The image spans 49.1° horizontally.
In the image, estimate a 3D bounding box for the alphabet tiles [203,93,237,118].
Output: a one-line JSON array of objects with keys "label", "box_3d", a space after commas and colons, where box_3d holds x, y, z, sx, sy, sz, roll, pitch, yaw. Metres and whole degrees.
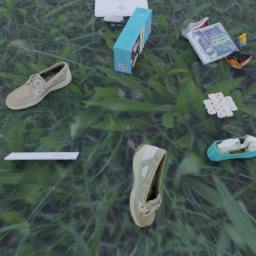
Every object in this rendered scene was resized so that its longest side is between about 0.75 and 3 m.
[{"label": "alphabet tiles", "box_3d": [2.862, -0.718, 8.680, 0.927, 0.069, 0.947, -9, 55, -6]}]

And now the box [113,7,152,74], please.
[{"label": "box", "box_3d": [0.203, -3.137, 9.868, 0.608, 1.018, 2.473, 15, 55, 11]}]

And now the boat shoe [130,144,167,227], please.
[{"label": "boat shoe", "box_3d": [0.490, 1.327, 6.079, 0.619, 1.968, 0.718, 13, 18, 34]}]

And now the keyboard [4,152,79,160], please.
[{"label": "keyboard", "box_3d": [-2.243, 0.737, 7.375, 1.824, 0.513, 0.097, -1, 97, -1]}]

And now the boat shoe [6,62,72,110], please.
[{"label": "boat shoe", "box_3d": [-2.808, -1.374, 8.751, 2.232, 0.725, 0.805, -33, 60, -22]}]

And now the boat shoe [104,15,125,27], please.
[{"label": "boat shoe", "box_3d": [-0.539, -4.230, 11.070, 1.087, 0.336, 0.407, 20, 65, 39]}]

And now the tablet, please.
[{"label": "tablet", "box_3d": [-0.281, -5.190, 11.925, 2.228, 0.152, 1.449, -2, 54, -1]}]

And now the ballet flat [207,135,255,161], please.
[{"label": "ballet flat", "box_3d": [2.983, 0.495, 7.446, 1.732, 0.610, 0.583, -10, 58, -8]}]

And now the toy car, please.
[{"label": "toy car", "box_3d": [4.068, -2.626, 9.778, 0.804, 0.545, 1.638, 16, 55, 38]}]

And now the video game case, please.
[{"label": "video game case", "box_3d": [3.045, -3.072, 10.114, 1.486, 0.174, 1.351, -22, 74, -16]}]

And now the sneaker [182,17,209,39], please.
[{"label": "sneaker", "box_3d": [2.600, -3.884, 10.721, 1.384, 0.539, 0.569, -39, 61, -25]}]
